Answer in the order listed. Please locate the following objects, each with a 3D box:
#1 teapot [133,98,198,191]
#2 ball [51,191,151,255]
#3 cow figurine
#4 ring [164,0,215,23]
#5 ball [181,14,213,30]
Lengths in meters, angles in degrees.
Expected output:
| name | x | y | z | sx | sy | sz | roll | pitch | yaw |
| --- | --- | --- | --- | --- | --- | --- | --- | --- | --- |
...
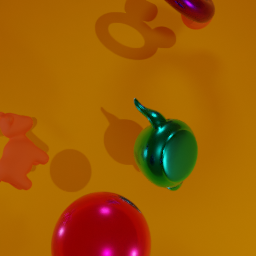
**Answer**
| name | x | y | z | sx | sy | sz | roll | pitch | yaw |
| --- | --- | --- | --- | --- | --- | --- | --- | --- | --- |
| teapot | 0.574 | 0.349 | 4.852 | 1.179 | 0.928 | 1.896 | -34 | 117 | -30 |
| ball | -0.272 | 1.188 | 2.920 | 1.027 | 1.027 | 1.027 | 0 | 69 | 0 |
| cow figurine | -2.165 | 0.398 | 5.336 | 1.281 | 0.715 | 1.302 | 44 | 57 | -27 |
| ring | 0.881 | -2.756 | 5.289 | 1.971 | 0.394 | 1.971 | 28 | 38 | -25 |
| ball | 1.636 | -2.722 | 6.602 | 0.763 | 0.763 | 0.763 | 0 | 69 | 0 |
